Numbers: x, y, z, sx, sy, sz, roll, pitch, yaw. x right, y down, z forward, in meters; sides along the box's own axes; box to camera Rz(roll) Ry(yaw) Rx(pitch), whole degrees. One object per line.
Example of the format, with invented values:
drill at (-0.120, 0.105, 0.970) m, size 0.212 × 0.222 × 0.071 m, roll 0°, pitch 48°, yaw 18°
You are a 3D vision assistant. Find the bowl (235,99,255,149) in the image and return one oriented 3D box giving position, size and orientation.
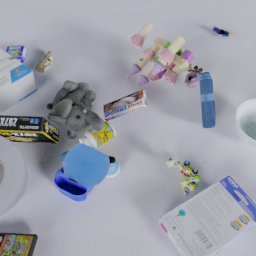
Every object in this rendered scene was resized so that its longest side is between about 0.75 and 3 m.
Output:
bowl at (5.252, 0.043, 10.992) m, size 2.393 × 1.075 × 2.393 m, roll 0°, pitch 51°, yaw 0°

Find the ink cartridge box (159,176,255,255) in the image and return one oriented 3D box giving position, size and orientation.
ink cartridge box at (2.677, 2.918, 8.970) m, size 2.919 × 0.613 × 1.742 m, roll -27°, pitch 56°, yaw -17°

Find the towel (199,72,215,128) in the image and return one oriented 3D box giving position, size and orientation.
towel at (3.134, -1.089, 11.027) m, size 0.528 × 2.176 × 1.215 m, roll -4°, pitch 6°, yaw 15°

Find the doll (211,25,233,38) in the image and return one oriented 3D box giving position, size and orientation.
doll at (5.356, -5.432, 15.947) m, size 1.225 × 0.297 × 0.836 m, roll 32°, pitch 50°, yaw 16°

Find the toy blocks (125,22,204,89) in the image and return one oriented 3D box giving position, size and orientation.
toy blocks at (1.460, -2.717, 12.914) m, size 2.511 × 2.983 × 2.788 m, roll -50°, pitch 48°, yaw 3°

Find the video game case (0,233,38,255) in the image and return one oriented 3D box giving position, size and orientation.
video game case at (-3.735, 4.008, 8.135) m, size 1.712 × 0.242 × 1.895 m, roll 0°, pitch 45°, yaw 6°

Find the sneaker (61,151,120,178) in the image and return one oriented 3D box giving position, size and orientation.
sneaker at (-1.371, 1.099, 10.187) m, size 2.197 × 0.988 × 0.861 m, roll 8°, pitch 51°, yaw 7°

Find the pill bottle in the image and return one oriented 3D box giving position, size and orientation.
pill bottle at (-1.202, 0.336, 10.961) m, size 1.341 × 0.756 × 0.756 m, roll -30°, pitch 57°, yaw -23°

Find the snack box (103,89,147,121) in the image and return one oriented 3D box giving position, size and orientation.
snack box at (-0.145, -0.893, 11.266) m, size 1.949 × 0.237 × 0.701 m, roll -19°, pitch 62°, yaw 28°

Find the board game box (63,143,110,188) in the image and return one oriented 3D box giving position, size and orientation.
board game box at (-1.375, 1.269, 9.372) m, size 1.531 × 0.298 × 1.209 m, roll 25°, pitch 72°, yaw 10°

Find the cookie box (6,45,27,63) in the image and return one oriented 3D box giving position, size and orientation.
cookie box at (-5.863, -3.840, 14.579) m, size 0.923 × 0.405 × 1.079 m, roll -3°, pitch 50°, yaw -1°

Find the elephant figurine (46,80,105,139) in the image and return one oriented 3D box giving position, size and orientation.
elephant figurine at (-2.125, -0.487, 10.869) m, size 1.925 × 2.111 × 2.721 m, roll 14°, pitch 41°, yaw -20°

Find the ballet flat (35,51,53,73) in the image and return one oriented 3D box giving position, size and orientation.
ballet flat at (-4.125, -3.309, 14.182) m, size 0.501 × 0.542 × 1.536 m, roll 29°, pitch 55°, yaw -10°

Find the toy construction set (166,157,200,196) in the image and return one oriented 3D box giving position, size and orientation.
toy construction set at (2.007, 1.635, 10.032) m, size 0.933 × 0.656 × 1.423 m, roll -27°, pitch 67°, yaw -20°

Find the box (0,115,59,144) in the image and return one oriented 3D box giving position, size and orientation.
box at (-4.079, 0.084, 10.313) m, size 2.596 × 2.073 × 0.641 m, roll 2°, pitch 75°, yaw 1°

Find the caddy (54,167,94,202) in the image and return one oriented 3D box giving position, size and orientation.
caddy at (-1.849, 1.884, 9.710) m, size 1.433 × 0.752 × 1.013 m, roll 21°, pitch 53°, yaw 17°

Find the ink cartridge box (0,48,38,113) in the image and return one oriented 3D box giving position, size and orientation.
ink cartridge box at (-5.976, -2.314, 12.796) m, size 2.932 × 1.236 × 2.141 m, roll 34°, pitch 59°, yaw 25°

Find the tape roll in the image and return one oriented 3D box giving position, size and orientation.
tape roll at (-4.790, 1.612, 9.232) m, size 2.794 × 0.923 × 2.794 m, roll 5°, pitch 68°, yaw -12°
